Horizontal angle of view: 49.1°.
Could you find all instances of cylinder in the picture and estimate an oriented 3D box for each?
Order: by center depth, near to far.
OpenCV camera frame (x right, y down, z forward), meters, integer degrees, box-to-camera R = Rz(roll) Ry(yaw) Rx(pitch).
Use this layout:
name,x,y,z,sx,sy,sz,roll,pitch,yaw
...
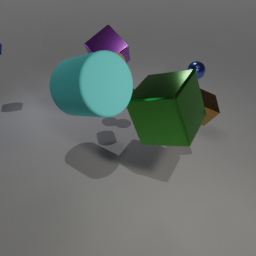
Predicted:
name,x,y,z,sx,sy,sz,roll,pitch,yaw
cylinder,-0.850,-0.958,6.394,1.400,1.400,1.400,-26,20,-36

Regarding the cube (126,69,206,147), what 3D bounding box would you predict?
name,x,y,z,sx,sy,sz,roll,pitch,yaw
cube,1.005,-0.502,7.170,1.400,1.400,1.400,0,36,36

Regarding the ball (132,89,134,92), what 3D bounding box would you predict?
name,x,y,z,sx,sy,sz,roll,pitch,yaw
ball,-0.027,-1.167,10.193,0.700,0.700,0.700,0,31,0

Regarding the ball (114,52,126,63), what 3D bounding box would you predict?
name,x,y,z,sx,sy,sz,roll,pitch,yaw
ball,-0.418,-2.069,8.984,0.700,0.700,0.700,0,31,0

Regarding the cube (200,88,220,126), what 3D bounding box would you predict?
name,x,y,z,sx,sy,sz,roll,pitch,yaw
cube,2.103,-0.607,8.095,0.700,0.700,0.700,19,49,-21

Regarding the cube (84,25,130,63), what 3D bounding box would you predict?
name,x,y,z,sx,sy,sz,roll,pitch,yaw
cube,-0.891,-3.411,12.590,1.400,1.400,1.400,-40,79,-4

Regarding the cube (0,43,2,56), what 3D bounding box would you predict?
name,x,y,z,sx,sy,sz,roll,pitch,yaw
cube,-5.026,-2.863,9.979,0.700,0.700,0.700,-28,48,9

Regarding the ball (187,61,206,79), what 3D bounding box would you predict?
name,x,y,z,sx,sy,sz,roll,pitch,yaw
ball,2.656,-2.239,10.896,0.700,0.700,0.700,0,31,0
